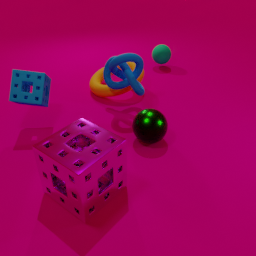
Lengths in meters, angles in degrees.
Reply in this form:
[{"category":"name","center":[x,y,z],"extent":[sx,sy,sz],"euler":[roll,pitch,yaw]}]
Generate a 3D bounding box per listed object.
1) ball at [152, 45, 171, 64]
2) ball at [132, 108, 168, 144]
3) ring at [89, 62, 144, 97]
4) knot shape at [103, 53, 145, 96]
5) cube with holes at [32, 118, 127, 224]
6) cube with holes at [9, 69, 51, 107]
[{"category":"ball","center":[1.406,-3.073,11.708],"extent":[0.802,0.802,0.802],"euler":[0,34,0]},{"category":"ball","center":[0.581,-0.050,7.410],"extent":[0.938,0.938,0.938],"euler":[0,34,0]},{"category":"ring","center":[-0.408,-1.778,9.972],"extent":[2.020,0.404,2.020],"euler":[-13,38,10]},{"category":"knot shape","center":[-0.179,-1.654,8.534],"extent":[1.460,1.560,0.721],"euler":[15,56,36]},{"category":"cube with holes","center":[-0.928,0.812,5.796],"extent":[1.295,1.295,1.295],"euler":[24,41,31]},{"category":"cube with holes","center":[-2.625,-1.051,7.600],"extent":[0.827,0.827,0.827],"euler":[6,-1,-4]}]
